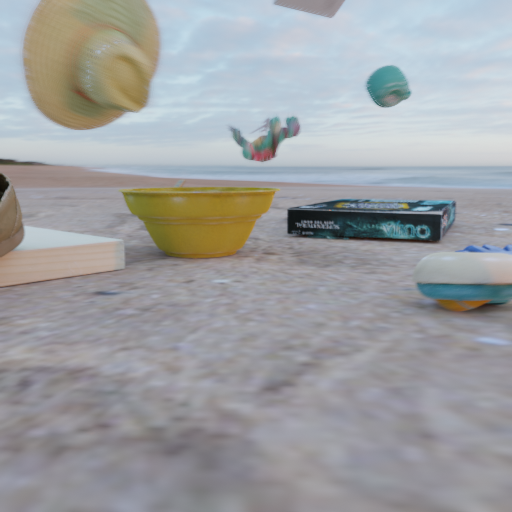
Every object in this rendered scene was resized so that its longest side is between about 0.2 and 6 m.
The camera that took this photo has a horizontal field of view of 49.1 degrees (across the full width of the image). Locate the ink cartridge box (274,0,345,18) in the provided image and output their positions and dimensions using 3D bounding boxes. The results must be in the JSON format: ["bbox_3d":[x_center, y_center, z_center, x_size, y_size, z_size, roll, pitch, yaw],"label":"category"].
[{"bbox_3d":[0.835,-3.845,7.117,0.895,0.899,1.225,5,-14,-16],"label":"ink cartridge box"}]

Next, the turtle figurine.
[{"bbox_3d":[0.057,-1.294,6.244,0.733,0.493,0.979,1,20,36],"label":"turtle figurine"}]

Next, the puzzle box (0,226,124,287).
[{"bbox_3d":[-3.683,-0.065,7.761,3.324,0.423,2.212,8,12,42],"label":"puzzle box"}]

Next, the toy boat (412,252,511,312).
[{"bbox_3d":[2.122,0.296,5.071,1.194,0.660,1.420,1,0,-23],"label":"toy boat"}]

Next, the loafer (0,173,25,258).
[{"bbox_3d":[-3.087,-0.158,5.261,0.970,0.861,2.552,10,25,1],"label":"loafer"}]

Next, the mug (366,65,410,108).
[{"bbox_3d":[2.957,-3.643,12.172,0.975,0.603,0.801,-13,-35,-3],"label":"mug"}]

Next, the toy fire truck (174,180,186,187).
[{"bbox_3d":[-1.640,-1.113,12.391,0.987,1.122,0.722,3,10,23],"label":"toy fire truck"}]

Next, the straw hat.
[{"bbox_3d":[-2.418,-3.102,9.517,1.231,2.910,2.910,41,29,26],"label":"straw hat"}]

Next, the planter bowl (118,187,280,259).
[{"bbox_3d":[-0.885,-0.547,8.882,2.529,1.053,2.529,0,8,0],"label":"planter bowl"}]

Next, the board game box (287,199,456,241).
[{"bbox_3d":[2.806,-0.883,12.564,2.990,0.622,4.421,4,9,22],"label":"board game box"}]

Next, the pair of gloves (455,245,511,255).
[{"bbox_3d":[4.039,0.072,7.429,2.529,0.288,2.033,-1,10,1],"label":"pair of gloves"}]
